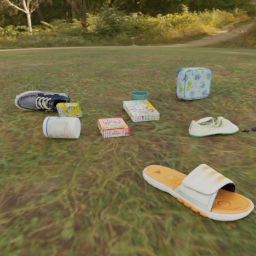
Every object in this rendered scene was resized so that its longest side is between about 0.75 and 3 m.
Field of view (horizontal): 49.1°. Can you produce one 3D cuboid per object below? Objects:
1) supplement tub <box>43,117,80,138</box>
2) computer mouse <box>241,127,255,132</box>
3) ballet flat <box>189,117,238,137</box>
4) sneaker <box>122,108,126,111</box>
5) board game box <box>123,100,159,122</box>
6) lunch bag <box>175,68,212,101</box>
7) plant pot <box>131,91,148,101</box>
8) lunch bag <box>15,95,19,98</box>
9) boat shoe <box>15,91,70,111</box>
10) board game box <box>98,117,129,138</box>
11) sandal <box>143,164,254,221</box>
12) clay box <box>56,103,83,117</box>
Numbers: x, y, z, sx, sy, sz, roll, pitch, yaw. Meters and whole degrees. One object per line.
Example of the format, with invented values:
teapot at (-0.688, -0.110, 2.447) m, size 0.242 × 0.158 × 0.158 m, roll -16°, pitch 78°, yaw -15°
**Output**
supplement tub at (-2.482, -0.018, 10.537) m, size 1.220 × 0.805 × 0.805 m, roll 2°, pitch 21°, yaw 6°
computer mouse at (4.982, 0.045, 11.295) m, size 0.885 × 0.151 × 0.259 m, roll -7°, pitch 23°, yaw -16°
ballet flat at (3.390, -0.092, 10.894) m, size 2.133 × 0.740 × 0.740 m, roll -5°, pitch 22°, yaw -14°
sneaker at (-0.017, -1.094, 14.010) m, size 0.275 × 0.322 × 0.785 m, roll 18°, pitch 31°, yaw 33°
board game box at (0.583, -0.836, 13.117) m, size 1.214 × 0.309 × 1.805 m, roll -6°, pitch 27°, yaw -14°
lunch bag at (3.645, -2.460, 15.644) m, size 2.194 × 1.764 × 0.905 m, roll -11°, pitch 20°, yaw -32°
plant pot at (0.593, -1.451, 14.390) m, size 0.906 × 0.727 × 0.906 m, roll -1°, pitch 20°, yaw 0°
lunch bag at (-5.390, -1.334, 14.641) m, size 0.758 × 0.473 × 1.006 m, roll -11°, pitch 36°, yaw -29°
boat shoe at (-4.048, -1.280, 13.521) m, size 2.636 × 0.984 × 1.222 m, roll -7°, pitch 14°, yaw -20°
board game box at (-0.610, -0.035, 11.253) m, size 1.038 × 0.317 × 1.370 m, roll -5°, pitch 22°, yaw -14°
sandal at (1.563, 1.306, 6.996) m, size 2.982 × 0.855 × 1.143 m, roll 18°, pitch 27°, yaw 39°
clay box at (-2.590, -0.806, 12.642) m, size 1.136 × 0.652 × 0.270 m, roll 0°, pitch 41°, yaw 12°
